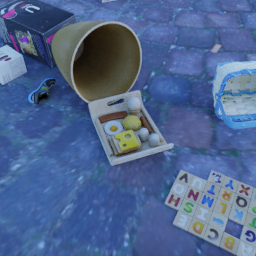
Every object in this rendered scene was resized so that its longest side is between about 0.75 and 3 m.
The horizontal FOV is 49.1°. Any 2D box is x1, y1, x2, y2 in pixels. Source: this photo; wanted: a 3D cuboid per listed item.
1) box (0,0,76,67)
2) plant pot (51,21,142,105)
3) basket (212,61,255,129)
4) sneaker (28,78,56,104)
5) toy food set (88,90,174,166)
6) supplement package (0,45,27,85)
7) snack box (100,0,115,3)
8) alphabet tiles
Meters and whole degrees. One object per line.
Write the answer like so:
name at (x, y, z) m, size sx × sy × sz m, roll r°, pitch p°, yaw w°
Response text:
box at (-3.585, -3.873, 11.056) m, size 2.854 × 1.514 × 1.745 m, roll 27°, pitch 55°, yaw 21°
plant pot at (-1.406, -2.449, 9.468) m, size 2.602 × 2.602 × 2.792 m, roll -32°, pitch 42°, yaw -24°
basket at (3.709, -0.909, 8.262) m, size 2.249 × 1.774 × 2.551 m, roll -2°, pitch 36°, yaw 0°
sneaker at (-2.850, -1.228, 9.553) m, size 0.503 × 0.430 × 1.213 m, roll 28°, pitch 57°, yaw 9°
toy food set at (0.004, -0.104, 8.098) m, size 1.741 × 0.733 × 2.426 m, roll -15°, pitch 47°, yaw -14°
supplement package at (-4.489, -2.317, 10.202) m, size 1.007 × 0.775 × 1.053 m, roll 33°, pitch 55°, yaw 25°
snack box at (-0.760, -7.098, 14.552) m, size 1.695 × 0.449 × 1.206 m, roll -16°, pitch 51°, yaw -14°
alphabet tiles at (2.173, 1.925, 7.000) m, size 2.275 × 0.086 × 1.902 m, roll 22°, pitch 53°, yaw 18°
